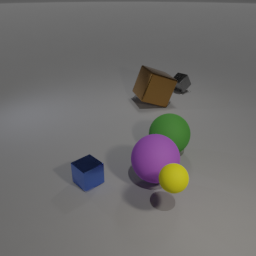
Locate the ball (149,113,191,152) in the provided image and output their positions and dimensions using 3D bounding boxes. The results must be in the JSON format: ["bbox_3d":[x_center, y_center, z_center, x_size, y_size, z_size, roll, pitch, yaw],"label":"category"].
[{"bbox_3d":[1.409,0.203,9.515,1.400,1.400,1.400,0,28,0],"label":"ball"}]

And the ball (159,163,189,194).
[{"bbox_3d":[1.069,1.179,6.566,0.700,0.700,0.700,0,28,0],"label":"ball"}]

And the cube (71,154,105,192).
[{"bbox_3d":[-1.184,1.318,8.261,0.700,0.700,0.700,-23,36,-37],"label":"cube"}]

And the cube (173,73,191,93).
[{"bbox_3d":[2.819,-2.428,14.950,0.700,0.700,0.700,-47,42,-15],"label":"cube"}]

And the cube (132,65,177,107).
[{"bbox_3d":[1.249,-1.999,13.399,1.400,1.400,1.400,11,22,-24],"label":"cube"}]

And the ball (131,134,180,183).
[{"bbox_3d":[0.784,0.873,8.029,1.400,1.400,1.400,0,28,0],"label":"ball"}]
